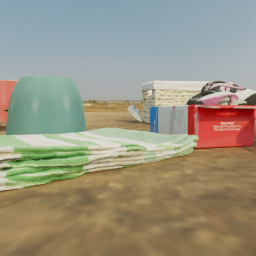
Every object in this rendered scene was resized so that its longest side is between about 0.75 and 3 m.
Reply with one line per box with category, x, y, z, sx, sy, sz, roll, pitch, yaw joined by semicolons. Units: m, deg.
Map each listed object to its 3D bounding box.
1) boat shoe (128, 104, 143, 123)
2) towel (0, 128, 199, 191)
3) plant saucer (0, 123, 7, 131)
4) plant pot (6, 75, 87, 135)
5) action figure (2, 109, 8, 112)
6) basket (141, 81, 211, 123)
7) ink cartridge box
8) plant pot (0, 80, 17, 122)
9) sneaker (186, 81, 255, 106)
boat shoe;0.394;-0.659;12.230;0.425;0.388;1.181;35;11;-38
towel;-0.740;0.183;3.464;2.766;0.324;2.110;-4;7;-43
plant saucer;-3.506;-0.032;8.072;1.134;0.182;1.134;-1;4;0
plant pot;-1.516;-0.350;5.275;1.494;1.199;1.494;0;3;0
action figure;-2.869;-0.400;9.878;1.465;0.678;2.480;1;-3;32
basket;2.072;-1.043;11.697;2.754;1.699;1.867;-2;4;-14
ink cartridge box;1.308;-0.064;4.857;1.158;0.670;1.993;-1;4;-21
plant pot;-5.841;-1.270;13.379;2.194;1.941;2.194;0;5;0
sneaker;2.233;-0.668;7.245;2.752;1.106;1.188;-8;37;-45
